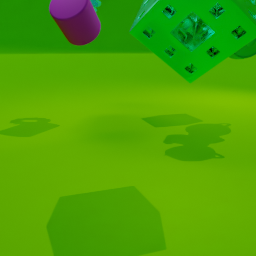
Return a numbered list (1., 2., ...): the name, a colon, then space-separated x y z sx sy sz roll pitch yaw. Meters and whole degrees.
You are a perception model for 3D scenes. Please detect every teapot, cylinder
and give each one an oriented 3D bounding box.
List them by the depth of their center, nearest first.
1. teapot: 2.590 -2.052 6.400 1.801 1.120 0.882 -19 32 9
2. cylinder: -1.538 -3.276 8.314 1.179 1.179 1.179 5 -19 16

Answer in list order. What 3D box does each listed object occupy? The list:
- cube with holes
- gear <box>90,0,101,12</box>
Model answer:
1. cube with holes: 0.957 -1.650 3.941 1.187 1.187 1.187 -35 28 45
2. gear: -1.476 -4.318 9.157 1.227 1.227 0.227 6 36 20
